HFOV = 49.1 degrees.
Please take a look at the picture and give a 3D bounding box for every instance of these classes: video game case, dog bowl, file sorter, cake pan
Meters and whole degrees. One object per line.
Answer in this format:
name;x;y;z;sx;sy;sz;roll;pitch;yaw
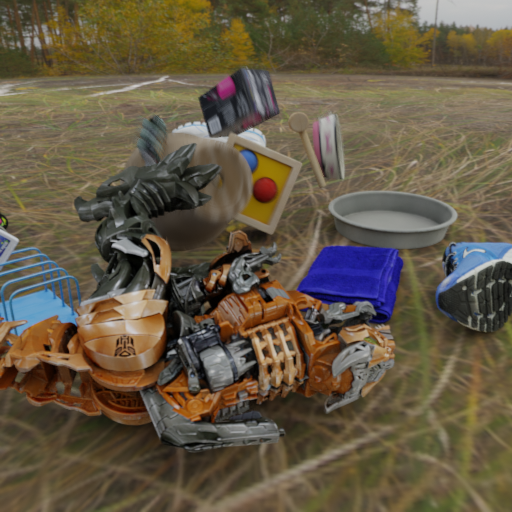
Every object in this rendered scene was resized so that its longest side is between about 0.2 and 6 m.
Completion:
video game case;-4.979;-0.140;8.518;2.084;1.492;0.188;33;-1;-20
dog bowl;1.747;-2.596;13.525;0.577;1.566;1.566;-5;22;13
file sorter;-3.554;0.616;8.816;1.114;0.985;1.606;-18;28;-37
cake pan;3.074;-0.850;12.813;2.843;0.521;2.843;0;23;0

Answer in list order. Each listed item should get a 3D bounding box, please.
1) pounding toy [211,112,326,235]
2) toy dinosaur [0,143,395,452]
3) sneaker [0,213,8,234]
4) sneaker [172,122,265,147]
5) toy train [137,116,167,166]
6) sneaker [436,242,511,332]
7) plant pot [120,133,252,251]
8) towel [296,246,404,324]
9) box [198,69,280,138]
pounding toy;0.434;-1.890;12.110;2.354;2.679;1.226;23;9;-2
toy dinosaur;-1.272;0.674;6.963;5.592;2.857;3.796;16;35;-18
sneaker;-5.670;-0.624;11.959;2.095;0.773;0.916;15;33;41
sneaker;-1.273;-3.622;18.477;3.458;1.296;1.499;-4;29;-9
toy train;-1.755;-1.949;9.579;0.397;0.531;0.932;0;56;8
sneaker;3.639;0.426;9.365;1.325;1.167;2.972;8;16;40
plant pot;-1.104;-1.264;10.220;2.275;2.275;1.974;-14;5;-30
towel;1.697;0.365;9.927;1.660;0.557;2.248;9;25;17
box;-0.379;-3.311;12.335;0.883;1.017;1.538;-16;0;-43
